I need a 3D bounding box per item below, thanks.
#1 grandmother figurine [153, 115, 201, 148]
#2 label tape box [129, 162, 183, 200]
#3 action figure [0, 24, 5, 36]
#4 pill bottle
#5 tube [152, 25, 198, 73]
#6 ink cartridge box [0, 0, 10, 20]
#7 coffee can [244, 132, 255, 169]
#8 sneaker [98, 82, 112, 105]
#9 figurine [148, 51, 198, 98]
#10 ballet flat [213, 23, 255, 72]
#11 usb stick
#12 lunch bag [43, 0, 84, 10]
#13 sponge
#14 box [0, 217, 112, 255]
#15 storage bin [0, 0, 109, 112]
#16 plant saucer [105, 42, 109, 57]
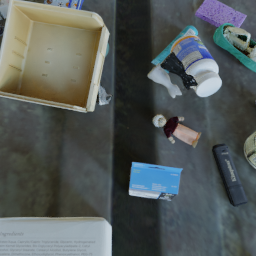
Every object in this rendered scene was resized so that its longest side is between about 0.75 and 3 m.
[{"bbox_3d":[1.550,0.010,9.104,1.586,0.480,0.961,25,61,7],"label":"grandmother figurine"},{"bbox_3d":[0.690,1.525,7.737,1.318,1.828,0.578,7,68,3],"label":"label tape box"},{"bbox_3d":[-5.113,-3.183,10.237,1.447,0.771,2.224,-24,67,-3],"label":"action figure"},{"bbox_3d":[2.071,-1.867,8.470,1.042,1.042,1.859,-15,56,-6],"label":"pill bottle"},{"bbox_3d":[1.783,-2.920,10.296,0.775,0.504,2.001,36,77,22],"label":"tube"},{"bbox_3d":[-5.193,-4.790,10.951,1.398,0.589,1.011,-21,70,-8],"label":"ink cartridge box"},{"bbox_3d":[4.410,0.415,8.146,1.386,1.894,1.386,0,68,0],"label":"coffee can"},{"bbox_3d":[-0.788,-1.202,9.690,0.490,0.319,0.849,-2,78,-6],"label":"sneaker"},{"bbox_3d":[1.144,-1.271,7.177,1.021,1.047,0.451,44,61,-9],"label":"figurine"},{"bbox_3d":[4.250,-2.838,9.969,2.694,0.948,0.907,40,76,14],"label":"ballet flat"},{"bbox_3d":[3.103,1.418,8.599,0.537,0.316,1.938,-12,68,-4],"label":"usb stick"},{"bbox_3d":[-2.464,-5.050,11.026,1.449,0.683,1.808,8,69,1],"label":"lunch bag"},{"bbox_3d":[3.624,-4.417,10.979,1.746,0.260,0.974,34,72,12],"label":"sponge"},{"bbox_3d":[-1.649,3.296,6.671,2.480,2.468,2.125,1,68,0],"label":"box"},{"bbox_3d":[-2.325,-2.131,8.839,2.886,1.362,2.907,11,90,7],"label":"storage bin"},{"bbox_3d":[-1.603,-2.979,10.064,1.839,0.331,1.839,0,55,0],"label":"plant saucer"}]
